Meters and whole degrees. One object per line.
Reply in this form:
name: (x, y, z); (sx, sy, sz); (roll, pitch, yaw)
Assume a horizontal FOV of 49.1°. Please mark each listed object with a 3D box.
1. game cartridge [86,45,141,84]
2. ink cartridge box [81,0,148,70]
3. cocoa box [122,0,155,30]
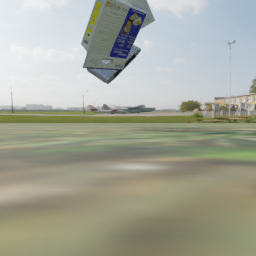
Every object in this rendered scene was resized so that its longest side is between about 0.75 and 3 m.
game cartridge: (-0.626, -2.770, 11.131); (1.361, 2.041, 0.413); (34, -18, 24)
ink cartridge box: (-0.483, -2.840, 8.632); (0.489, 2.083, 2.058); (40, 27, 23)
cocoa box: (0.215, -4.084, 9.601); (0.865, 1.297, 0.851); (-29, 25, 2)
